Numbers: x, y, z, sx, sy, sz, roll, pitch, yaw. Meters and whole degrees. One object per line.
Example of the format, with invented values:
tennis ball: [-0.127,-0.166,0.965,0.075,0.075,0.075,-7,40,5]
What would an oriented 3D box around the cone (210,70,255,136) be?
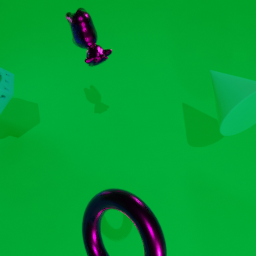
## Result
cone: [2.257,-0.841,6.272,1.452,1.452,1.458,-20,56,-16]

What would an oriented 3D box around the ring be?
ring: [-0.086,1.285,3.198,1.197,1.197,0.239,42,28,29]

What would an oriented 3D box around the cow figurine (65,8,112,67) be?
cow figurine: [-0.772,-1.737,5.427,0.581,1.059,1.042,-26,42,-13]

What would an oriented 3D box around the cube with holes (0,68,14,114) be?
cube with holes: [-3.239,-0.856,6.312,0.923,0.923,0.923,27,26,-36]
